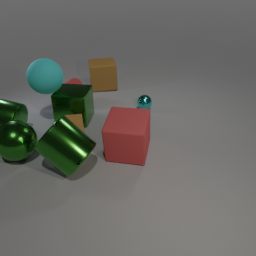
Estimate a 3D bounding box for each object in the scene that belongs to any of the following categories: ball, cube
[{"bbox_3d":[-3.810,0.431,9.546,1.400,1.400,1.400,0,30,0],"label":"ball"},{"bbox_3d":[-0.007,0.253,9.661,1.400,1.400,1.400,5,40,10],"label":"cube"},{"bbox_3d":[0.764,-1.182,12.931,0.700,0.700,0.700,0,30,0],"label":"ball"},{"bbox_3d":[-2.318,-0.988,11.999,1.400,1.400,1.400,4,31,6],"label":"cube"},{"bbox_3d":[-2.162,-0.115,10.863,0.700,0.700,0.700,-7,-6,-25],"label":"cube"},{"bbox_3d":[-1.359,-2.913,15.217,1.400,1.400,1.400,-6,32,-6],"label":"cube"},{"bbox_3d":[-3.279,-2.038,11.092,1.400,1.400,1.400,0,30,0],"label":"ball"}]

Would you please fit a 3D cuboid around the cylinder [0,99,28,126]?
[{"bbox_3d":[-4.789,-0.390,10.717,1.400,1.400,1.400,13,31,2],"label":"cylinder"}]

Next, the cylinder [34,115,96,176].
[{"bbox_3d":[-1.965,0.563,8.838,1.400,1.400,1.400,41,33,-8],"label":"cylinder"}]

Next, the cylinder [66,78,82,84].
[{"bbox_3d":[-2.583,-1.946,13.156,0.700,0.700,0.700,-19,6,-29],"label":"cylinder"}]
